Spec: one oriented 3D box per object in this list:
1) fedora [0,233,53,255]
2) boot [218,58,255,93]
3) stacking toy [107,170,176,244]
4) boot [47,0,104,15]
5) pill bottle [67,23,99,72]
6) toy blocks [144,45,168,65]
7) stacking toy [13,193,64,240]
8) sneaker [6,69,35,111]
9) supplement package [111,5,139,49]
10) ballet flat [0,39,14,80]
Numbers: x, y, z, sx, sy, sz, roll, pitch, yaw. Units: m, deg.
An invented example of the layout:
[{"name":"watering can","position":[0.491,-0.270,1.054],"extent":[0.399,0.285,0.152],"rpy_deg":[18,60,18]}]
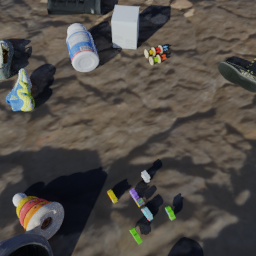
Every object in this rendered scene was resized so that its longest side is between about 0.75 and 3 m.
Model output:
[{"name":"fedora","position":[-3.158,3.916,7.191],"extent":[1.168,2.288,2.587],"rpy_deg":[2,55,36]},{"name":"boot","position":[4.836,-2.432,11.618],"extent":[1.917,0.692,1.448],"rpy_deg":[36,63,14]},{"name":"stacking toy","position":[0.408,2.429,8.835],"extent":[1.425,0.444,1.890],"rpy_deg":[-29,65,-14]},{"name":"boot","position":[-2.595,-6.544,14.069],"extent":[2.684,0.881,2.212],"rpy_deg":[1,57,5]},{"name":"pill bottle","position":[-1.992,-3.485,11.978],"extent":[1.139,1.139,2.030],"rpy_deg":[-14,59,-8]},{"name":"toy blocks","position":[1.362,-3.234,12.269],"extent":[1.040,0.378,0.867],"rpy_deg":[-20,60,-12]},{"name":"stacking toy","position":[-2.945,2.505,8.487],"extent":[1.767,1.291,1.291],"rpy_deg":[23,60,31]},{"name":"sneaker","position":[-4.329,-1.486,10.995],"extent":[1.029,0.742,1.958],"rpy_deg":[-15,61,-8]},{"name":"supplement package","position":[-0.092,-4.430,12.364],"extent":[1.096,1.444,1.088],"rpy_deg":[6,59,4]},{"name":"ballet flat","position":[-5.395,-3.160,11.981],"extent":[0.837,0.791,2.482],"rpy_deg":[-10,59,-7]}]
